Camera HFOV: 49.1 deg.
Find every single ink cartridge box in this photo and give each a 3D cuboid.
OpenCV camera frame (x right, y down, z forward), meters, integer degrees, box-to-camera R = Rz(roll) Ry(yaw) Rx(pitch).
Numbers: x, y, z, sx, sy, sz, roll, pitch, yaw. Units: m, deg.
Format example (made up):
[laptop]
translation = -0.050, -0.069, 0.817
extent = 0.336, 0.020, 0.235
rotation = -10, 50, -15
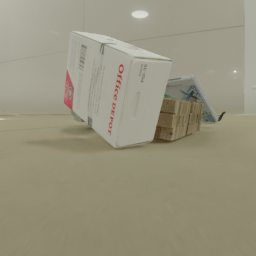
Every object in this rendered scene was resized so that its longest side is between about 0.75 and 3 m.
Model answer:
[ink cartridge box]
translation = -0.245, -0.589, 3.871
extent = 0.651, 1.152, 1.572
rotation = -7, 29, -37

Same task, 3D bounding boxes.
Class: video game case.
[video game case]
translation = 1.504, -0.712, 7.571
extent = 1.411, 0.170, 1.548
rotation = 0, -42, 48

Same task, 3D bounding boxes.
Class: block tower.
[block tower]
translation = 0.835, -0.214, 5.120
extent = 0.667, 0.623, 2.306
rotation = 12, 7, 25

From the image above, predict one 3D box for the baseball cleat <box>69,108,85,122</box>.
[baseball cleat]
translation = -0.559, -0.578, 6.649
extent = 1.410, 0.924, 2.650
rotation = 13, -8, -19

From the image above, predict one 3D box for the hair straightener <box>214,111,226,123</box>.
[hair straightener]
translation = 2.392, -0.672, 10.623
extent = 2.681, 0.549, 1.032
rotation = 1, 32, -10
